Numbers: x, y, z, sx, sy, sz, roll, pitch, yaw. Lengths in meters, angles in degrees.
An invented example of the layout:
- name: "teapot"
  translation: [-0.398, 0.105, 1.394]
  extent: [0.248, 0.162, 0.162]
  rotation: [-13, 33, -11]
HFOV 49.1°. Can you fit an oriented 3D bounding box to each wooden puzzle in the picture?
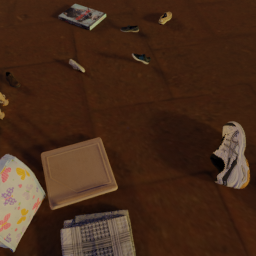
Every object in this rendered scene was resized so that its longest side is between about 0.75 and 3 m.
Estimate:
- name: "wooden puzzle"
  translation: [-1.740, 1.513, 9.750]
  extent: [2.238, 0.450, 2.419]
  rotation: [-15, 49, -11]

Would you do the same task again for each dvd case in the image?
- name: "dvd case"
  translation: [-2.581, -6.333, 15.883]
  extent: [2.206, 0.243, 1.611]
  rotation: [26, 57, 18]

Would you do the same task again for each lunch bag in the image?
- name: "lunch bag"
  translation: [-3.629, 2.084, 8.035]
  extent: [1.505, 2.367, 2.007]
  rotation: [15, 55, 11]

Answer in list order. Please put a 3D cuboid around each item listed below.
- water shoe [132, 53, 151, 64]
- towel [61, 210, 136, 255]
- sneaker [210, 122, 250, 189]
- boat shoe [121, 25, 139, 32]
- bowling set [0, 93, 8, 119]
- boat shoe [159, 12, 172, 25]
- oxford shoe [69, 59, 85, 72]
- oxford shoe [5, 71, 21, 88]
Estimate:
- name: "water shoe"
  translation: [0.637, -3.353, 13.152]
  extent: [0.980, 0.387, 0.351]
  rotation: [16, 43, -33]
- name: "towel"
  translation: [-0.851, 3.528, 8.181]
  extent: [2.123, 0.381, 2.205]
  rotation: [-9, 52, -6]
- name: "sneaker"
  translation: [3.479, 0.809, 9.893]
  extent: [1.161, 1.002, 2.648]
  rotation: [4, 52, 4]
- name: "boat shoe"
  translation: [0.093, -5.400, 15.104]
  extent: [0.989, 0.328, 0.369]
  rotation: [7, 53, 5]
- name: "bowling set"
  translation: [-5.591, -0.669, 11.291]
  extent: [1.107, 0.854, 1.591]
  rotation: [-2, 51, 22]
- name: "boat shoe"
  translation: [2.131, -6.249, 15.676]
  extent: [0.431, 0.458, 1.203]
  rotation: [24, 56, 18]
- name: "oxford shoe"
  translation: [-2.423, -2.889, 13.218]
  extent: [0.982, 0.369, 0.284]
  rotation: [38, 102, 17]
- name: "oxford shoe"
  translation: [-5.206, -2.171, 12.543]
  extent: [1.065, 0.450, 0.387]
  rotation: [38, 59, 24]
